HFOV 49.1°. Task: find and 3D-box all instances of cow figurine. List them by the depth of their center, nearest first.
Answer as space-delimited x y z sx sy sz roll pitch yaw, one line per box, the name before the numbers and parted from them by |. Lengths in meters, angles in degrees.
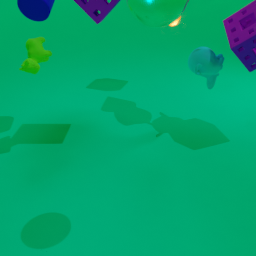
cow figurine | -2.392 -1.824 7.042 0.898 0.912 0.501 -25 -1 -38

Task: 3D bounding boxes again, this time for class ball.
ball | 0.406 -1.845 3.881 0.868 0.868 0.868 0 31 0

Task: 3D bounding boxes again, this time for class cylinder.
cylinder | -2.459 -3.513 7.612 0.854 0.854 0.854 3 59 5

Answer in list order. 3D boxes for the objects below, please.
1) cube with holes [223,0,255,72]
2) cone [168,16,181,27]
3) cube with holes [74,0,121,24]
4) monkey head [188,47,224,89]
cube with holes | 3.461 -2.495 7.523 1.170 1.170 1.170 -27 48 35
cone | 0.897 -3.801 9.388 1.240 1.240 1.245 -26 11 -36
cube with holes | -0.755 -3.502 7.050 1.146 1.146 1.146 42 17 -16
monkey head | 2.263 -1.800 8.405 0.999 1.192 1.658 10 30 4
